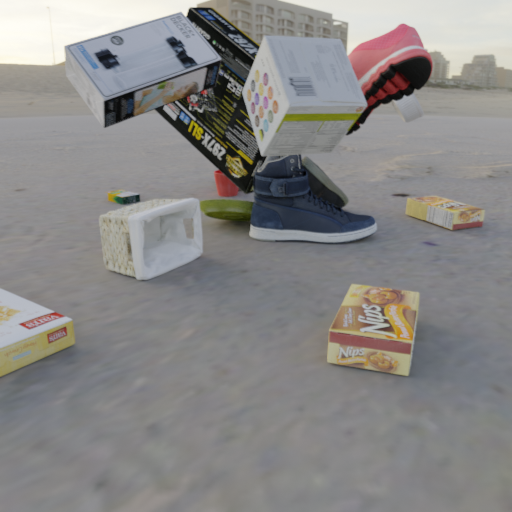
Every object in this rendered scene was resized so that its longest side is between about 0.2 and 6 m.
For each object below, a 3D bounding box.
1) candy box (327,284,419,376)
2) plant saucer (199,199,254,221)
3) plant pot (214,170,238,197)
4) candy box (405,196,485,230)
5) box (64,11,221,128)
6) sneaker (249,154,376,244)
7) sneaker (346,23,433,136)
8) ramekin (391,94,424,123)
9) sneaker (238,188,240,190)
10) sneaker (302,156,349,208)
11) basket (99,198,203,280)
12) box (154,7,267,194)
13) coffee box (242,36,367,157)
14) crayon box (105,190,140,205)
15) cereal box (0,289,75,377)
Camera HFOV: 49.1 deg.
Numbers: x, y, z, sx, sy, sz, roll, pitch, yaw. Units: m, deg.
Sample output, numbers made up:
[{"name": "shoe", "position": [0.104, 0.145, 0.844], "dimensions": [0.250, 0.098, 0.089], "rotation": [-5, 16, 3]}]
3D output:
[{"name": "candy box", "position": [1.687, 0.964, 7.831], "dimensions": [1.046, 0.501, 1.811], "rotation": [6, 19, 17]}, {"name": "plant saucer", "position": [-0.537, -1.067, 13.492], "dimensions": [1.791, 0.278, 1.791], "rotation": [3, -6, 0]}, {"name": "plant pot", "position": [-0.868, -2.203, 16.986], "dimensions": [0.830, 0.735, 0.830], "rotation": [0, 19, 0]}, {"name": "candy box", "position": [4.709, -1.102, 14.071], "dimensions": [0.992, 0.475, 1.718], "rotation": [-7, 19, -24]}, {"name": "box", "position": [-1.820, -3.075, 9.114], "dimensions": [2.179, 0.655, 1.271], "rotation": [-28, 72, -26]}, {"name": "sneaker", "position": [1.314, -1.374, 12.446], "dimensions": [2.885, 2.085, 1.097], "rotation": [1, 16, -2]}, {"name": "sneaker", "position": [1.530, -2.626, 8.525], "dimensions": [2.345, 1.017, 0.864], "rotation": [-23, -33, 34]}, {"name": "ramekin", "position": [3.353, -3.428, 12.619], "dimensions": [0.426, 0.914, 0.914], "rotation": [-32, 13, 14]}, {"name": "sneaker", "position": [-0.980, -2.561, 18.144], "dimensions": [0.777, 0.684, 1.837], "rotation": [-8, 20, -23]}, {"name": "sneaker", "position": [1.286, -1.458, 14.245], "dimensions": [1.083, 1.539, 2.897], "rotation": [51, 12, 24]}, {"name": "basket", "position": [-2.020, -0.407, 10.839], "dimensions": [1.122, 1.232, 1.818], "rotation": [9, 20, 30]}, {"name": "box", "position": [-0.653, -3.656, 13.199], "dimensions": [3.529, 2.818, 0.871], "rotation": [44, 41, 18]}, {"name": "coffee box", "position": [0.597, -2.118, 7.539], "dimensions": [1.129, 1.127, 1.116], "rotation": [-7, -22, -22]}, {"name": "crayon box", "position": [-3.890, -1.711, 16.288], "dimensions": [0.942, 0.243, 0.592], "rotation": [18, 25, 41]}, {"name": "cereal box", "position": [-3.874, 1.020, 7.732], "dimensions": [2.279, 0.450, 1.640], "rotation": [13, 22, 34]}]
